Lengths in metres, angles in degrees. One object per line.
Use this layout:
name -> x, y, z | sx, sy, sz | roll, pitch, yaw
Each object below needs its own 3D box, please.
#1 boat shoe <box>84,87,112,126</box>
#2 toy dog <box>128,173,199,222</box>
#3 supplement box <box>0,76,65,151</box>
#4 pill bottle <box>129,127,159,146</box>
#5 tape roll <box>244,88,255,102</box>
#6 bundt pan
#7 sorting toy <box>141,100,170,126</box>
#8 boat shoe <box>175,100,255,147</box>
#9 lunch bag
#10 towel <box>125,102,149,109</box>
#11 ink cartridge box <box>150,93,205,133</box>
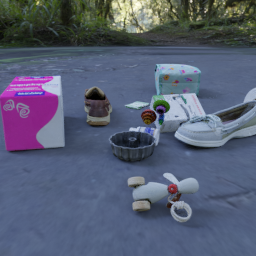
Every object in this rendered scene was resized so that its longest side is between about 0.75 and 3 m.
boat shoe -> -1.086, -0.975, 9.985 | 1.028, 1.025, 2.849 | -1, 20, -4
toy dog -> 0.578, 1.138, 4.867 | 1.198, 0.790, 0.577 | 10, -17, 14
supplement box -> -2.662, -0.579, 8.241 | 1.473, 1.505, 2.911 | -4, 22, -13
pill bottle -> 0.424, 0.209, 7.543 | 0.770, 0.461, 0.461 | 7, 21, 18
tape roll -> 4.384, -0.642, 8.663 | 0.902, 1.314, 1.314 | -9, 22, -22
bundt pan -> 0.108, 0.463, 6.876 | 1.166, 0.438, 1.166 | 1, 20, 0
sorting toy -> 0.771, -0.341, 7.738 | 0.577, 0.960, 0.394 | 36, 44, -20
boat shoe -> 2.582, -0.154, 7.831 | 2.930, 0.940, 1.080 | -9, 22, -24
lunch bag -> 2.282, -2.386, 13.423 | 1.951, 1.396, 2.290 | -1, 25, 0
towel -> 0.359, -0.920, 11.217 | 0.656, 0.101, 0.860 | 13, 23, 33
ink cartridge box -> 1.526, -0.485, 8.640 | 1.453, 0.613, 1.062 | -6, 53, -14
